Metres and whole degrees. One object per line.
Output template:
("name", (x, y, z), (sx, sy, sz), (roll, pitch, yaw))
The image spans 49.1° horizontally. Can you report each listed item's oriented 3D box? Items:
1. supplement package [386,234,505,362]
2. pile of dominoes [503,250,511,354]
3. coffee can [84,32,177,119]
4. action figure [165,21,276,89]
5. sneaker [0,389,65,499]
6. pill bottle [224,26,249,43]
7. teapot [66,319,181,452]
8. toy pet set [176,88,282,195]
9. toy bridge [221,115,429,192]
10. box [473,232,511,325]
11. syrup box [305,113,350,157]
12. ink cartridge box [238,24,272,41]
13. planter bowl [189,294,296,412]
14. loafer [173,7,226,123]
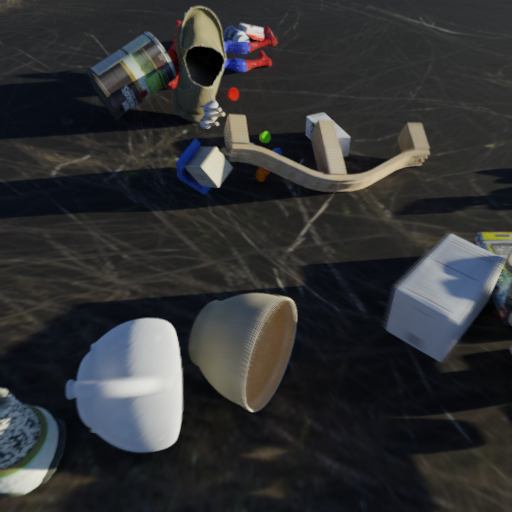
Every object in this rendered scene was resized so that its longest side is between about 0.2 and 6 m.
("supplement package", (2.650, 0.545, 7.819), (0.885, 0.852, 1.556), (31, 51, 30))
("pile of dominoes", (4.431, 1.448, 6.381), (2.925, 0.597, 3.752), (18, 48, 1))
("coffee can", (-2.711, -3.913, 12.163), (1.597, 1.169, 1.169), (-38, 52, -10))
("action figure", (-1.441, -5.099, 13.794), (3.457, 1.128, 1.711), (-22, 63, -24))
("sneaker", (-3.812, 1.744, 6.053), (3.246, 1.438, 1.248), (-1, 42, -1))
("pill bottle", (-0.530, -5.976, 15.363), (0.430, 0.430, 0.755), (-22, 45, -23))
("teapot", (-1.500, 1.447, 6.239), (1.173, 1.606, 1.585), (0, 34, -17))
("toy pet set", (-0.645, -1.917, 10.332), (0.916, 1.725, 1.610), (13, 63, 47))
("toy bridge", (1.328, -1.854, 10.376), (4.027, 0.548, 1.353), (-1, 64, -15))
("box", (4.650, 0.309, 8.386), (2.350, 0.443, 1.605), (0, 42, 0))
("syrup box", (1.446, -2.453, 11.451), (0.454, 0.439, 1.114), (-17, 45, -17))
("ink cartridge box", (0.069, -6.181, 15.558), (0.890, 0.199, 0.785), (-7, 38, -38))
("planter bowl", (-0.216, 1.066, 6.883), (0.951, 1.413, 1.413), (16, 44, 23))
("loafer", (-1.163, -4.402, 12.422), (1.154, 1.023, 3.035), (10, 65, -26))
